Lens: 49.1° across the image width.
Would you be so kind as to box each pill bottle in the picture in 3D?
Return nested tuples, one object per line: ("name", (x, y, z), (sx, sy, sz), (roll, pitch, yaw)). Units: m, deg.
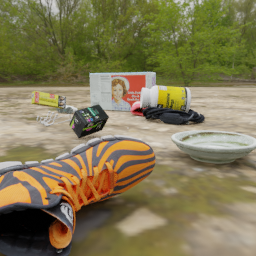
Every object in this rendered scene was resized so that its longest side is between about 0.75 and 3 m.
("pill bottle", (1.271, -0.982, 9.678), (1.630, 0.916, 0.916), (3, 10, -3))

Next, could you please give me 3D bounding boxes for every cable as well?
("cable", (1.518, -0.509, 9.692), (2.138, 0.543, 1.744), (6, 12, 33))

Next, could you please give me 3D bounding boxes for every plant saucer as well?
("plant saucer", (1.585, 0.362, 5.220), (1.552, 0.390, 1.552), (-1, 10, 0))

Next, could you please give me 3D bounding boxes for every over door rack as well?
("over door rack", (-2.278, -0.333, 9.140), (1.186, 0.395, 0.876), (-6, 13, -31))

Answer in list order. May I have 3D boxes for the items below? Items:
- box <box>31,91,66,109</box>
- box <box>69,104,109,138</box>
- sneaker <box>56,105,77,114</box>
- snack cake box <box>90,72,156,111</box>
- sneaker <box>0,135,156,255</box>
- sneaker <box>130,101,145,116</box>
("box", (-2.859, -1.006, 10.159), (1.209, 0.455, 0.303), (9, -12, -36))
("box", (-0.950, -0.171, 6.844), (0.752, 0.559, 0.468), (-22, 64, -42))
("sneaker", (-2.609, -0.784, 11.890), (1.067, 0.375, 0.428), (14, 10, 30))
("snack cake box", (-0.266, -1.677, 12.844), (2.975, 1.711, 1.000), (5, 11, 27))
("sneaker", (-0.480, 0.683, 2.776), (2.061, 0.799, 1.154), (-15, 19, -20))
("sneaker", (0.936, -0.680, 10.860), (1.801, 0.664, 0.781), (-2, 20, 21))
